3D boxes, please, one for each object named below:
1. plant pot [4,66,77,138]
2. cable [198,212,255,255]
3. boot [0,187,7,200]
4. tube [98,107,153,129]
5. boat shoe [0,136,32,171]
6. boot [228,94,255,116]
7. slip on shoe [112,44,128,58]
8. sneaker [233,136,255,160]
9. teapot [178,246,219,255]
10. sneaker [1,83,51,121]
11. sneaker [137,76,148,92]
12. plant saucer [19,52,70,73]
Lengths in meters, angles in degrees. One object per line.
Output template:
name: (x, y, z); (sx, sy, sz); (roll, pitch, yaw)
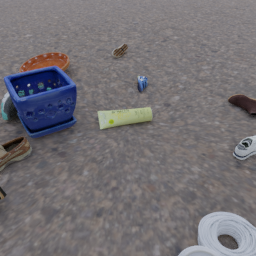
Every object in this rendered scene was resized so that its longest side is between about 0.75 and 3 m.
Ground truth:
plant pot: (-3.009, -0.882, 9.948); (2.025, 1.821, 2.025); (-20, 41, -25)
cable: (2.284, 2.547, 6.351); (1.387, 0.480, 1.387); (-20, 40, -23)
boot: (-4.365, 1.998, 6.926); (2.313, 0.896, 1.600); (-1, 38, 21)
tube: (-0.100, -0.404, 10.437); (1.991, 0.517, 0.578); (-7, 22, -7)
boat shoe: (-3.920, 0.819, 8.551); (0.731, 0.693, 1.929); (29, 45, 34)
boot: (4.717, -0.887, 11.103); (1.309, 0.473, 1.089); (6, 34, 2)
slip on shoe: (-0.518, -4.381, 16.040); (0.415, 0.521, 1.370); (-22, 23, 48)
sneaker: (3.993, 0.521, 9.090); (1.403, 0.565, 0.536); (-26, 42, -34)
teapot: (1.441, 2.913, 5.603); (1.108, 0.820, 1.123); (-26, 68, -4)
sneaker: (-3.913, -1.130, 11.073); (1.193, 1.015, 2.616); (13, 39, 10)
sneaker: (0.671, -2.041, 12.755); (0.487, 0.438, 1.184); (3, 37, 1)
plant saucer: (-4.087, -3.018, 13.879); (2.465, 0.398, 2.465); (-6, 41, 6)
